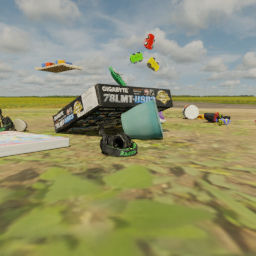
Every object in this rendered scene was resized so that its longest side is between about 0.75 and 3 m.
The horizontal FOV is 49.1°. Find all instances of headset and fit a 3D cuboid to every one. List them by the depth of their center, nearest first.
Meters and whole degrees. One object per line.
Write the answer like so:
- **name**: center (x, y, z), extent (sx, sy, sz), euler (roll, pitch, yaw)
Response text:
- **headset**: center (-0.279, 0.237, 5.812), extent (0.727, 0.553, 1.178), euler (-3, 17, -35)
- **headset**: center (-4.628, -0.242, 10.126), extent (0.854, 0.650, 1.384), euler (-10, 21, -15)

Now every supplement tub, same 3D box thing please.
- **supplement tub**: center (3.929, -1.019, 17.697), extent (0.894, 0.894, 1.459), euler (0, 6, 5)

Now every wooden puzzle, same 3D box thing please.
- **wooden puzzle**: center (-2.628, -2.349, 10.682), extent (1.366, 0.316, 1.265), euler (-1, 5, 19)

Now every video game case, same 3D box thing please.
- **video game case**: center (-2.951, 0.324, 6.646), extent (2.603, 0.227, 1.861), euler (4, 7, 39)

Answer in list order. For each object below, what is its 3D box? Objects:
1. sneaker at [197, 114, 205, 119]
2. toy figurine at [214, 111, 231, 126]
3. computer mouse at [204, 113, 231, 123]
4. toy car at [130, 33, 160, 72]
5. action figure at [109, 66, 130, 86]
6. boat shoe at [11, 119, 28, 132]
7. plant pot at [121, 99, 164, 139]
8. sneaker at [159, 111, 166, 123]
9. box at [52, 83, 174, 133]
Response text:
- **sneaker**: center (4.785, -0.676, 17.385), extent (1.046, 0.382, 0.403), euler (-5, 19, 19)
- **toy figurine**: center (4.433, -0.407, 12.883), extent (0.696, 0.612, 1.161), euler (6, 7, 4)
- **computer mouse**: center (4.856, -0.486, 15.073), extent (0.816, 0.474, 2.785), euler (2, -1, 41)
- **toy car**: center (0.785, -3.955, 15.270), extent (1.959, 2.082, 0.464), euler (-24, 20, -33)
- **action figure**: center (-0.487, -2.580, 14.367), extent (0.417, 1.524, 0.900), euler (-37, -7, -16)
- **boat shoe**: center (-3.929, -0.115, 10.283), extent (0.393, 0.455, 1.252), euler (-9, 6, -43)
- **plant pot**: center (0.385, -0.158, 7.933), extent (1.032, 1.099, 1.099), euler (-14, 3, 8)
- **sneaker**: center (1.570, -0.699, 14.495), extent (0.814, 0.843, 2.020), euler (0, 5, 3)
- **box**: center (-0.546, -0.574, 9.350), extent (2.967, 0.737, 2.945), euler (-3, -11, -39)
